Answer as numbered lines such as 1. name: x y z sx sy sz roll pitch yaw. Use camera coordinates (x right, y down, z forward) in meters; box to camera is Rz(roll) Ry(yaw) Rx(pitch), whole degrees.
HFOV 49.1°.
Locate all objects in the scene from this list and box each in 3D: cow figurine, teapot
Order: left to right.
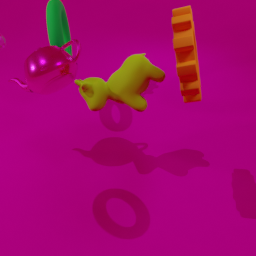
1. teapot: -1.841 -1.330 6.313 1.946 0.953 1.210 -31 -3 12
2. cow figurine: -0.211 -0.988 6.067 1.601 1.627 0.893 31 11 -5

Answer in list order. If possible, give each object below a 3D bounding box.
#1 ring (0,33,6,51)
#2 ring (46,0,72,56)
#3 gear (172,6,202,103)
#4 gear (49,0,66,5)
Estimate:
1. ring: -2.396 -1.273 3.734 1.411 0.282 1.411 12 17 -4
2. ring: -1.811 -2.489 7.495 0.357 1.784 1.784 -6 41 -3
3. gear: 0.974 -1.164 4.556 0.273 1.474 1.474 -6 39 17
4. gear: -1.801 -4.527 8.037 0.347 1.878 1.878 31 46 4
